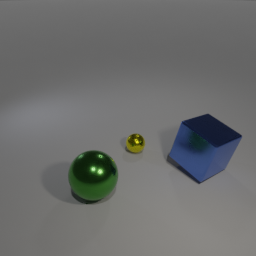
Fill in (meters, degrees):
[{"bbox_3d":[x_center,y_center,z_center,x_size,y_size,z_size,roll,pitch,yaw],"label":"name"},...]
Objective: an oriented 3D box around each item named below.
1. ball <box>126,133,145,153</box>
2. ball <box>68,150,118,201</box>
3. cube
[{"bbox_3d":[0.274,0.540,10.071,0.700,0.700,0.700,0,28,0],"label":"ball"},{"bbox_3d":[-0.970,1.319,7.866,1.400,1.400,1.400,0,28,0],"label":"ball"},{"bbox_3d":[2.421,0.572,8.874,1.400,1.400,1.400,-15,43,-38],"label":"cube"}]
